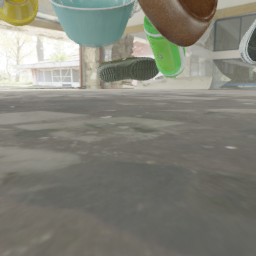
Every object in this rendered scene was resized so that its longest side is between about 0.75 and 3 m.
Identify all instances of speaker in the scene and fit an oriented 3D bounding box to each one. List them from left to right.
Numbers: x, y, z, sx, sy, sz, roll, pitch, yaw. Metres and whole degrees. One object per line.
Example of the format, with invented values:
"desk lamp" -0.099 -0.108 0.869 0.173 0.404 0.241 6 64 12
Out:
"speaker" 1.164 -2.509 8.485 1.008 1.008 2.279 4 -24 21

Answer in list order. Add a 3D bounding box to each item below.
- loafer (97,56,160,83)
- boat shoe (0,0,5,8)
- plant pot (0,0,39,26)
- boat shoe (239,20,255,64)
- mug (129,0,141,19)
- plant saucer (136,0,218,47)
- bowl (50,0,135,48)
"loafer" 0.025 -2.296 10.408 2.496 0.939 0.869 -6 39 -18
"boat shoe" -2.568 -2.857 4.494 0.787 0.862 2.395 -38 -4 -31
"plant pot" -2.532 -2.930 6.319 1.013 1.013 0.953 -3 5 -20
"boat shoe" 3.966 -2.949 7.344 1.004 2.926 0.828 33 -9 -21
"mug" 0.115 -4.550 10.485 0.896 0.786 0.662 7 -12 24
"plant saucer" 0.953 -2.998 5.104 0.504 2.927 2.927 -6 3 41
"bowl" -1.153 -3.775 9.658 2.824 1.477 2.824 0 38 0
